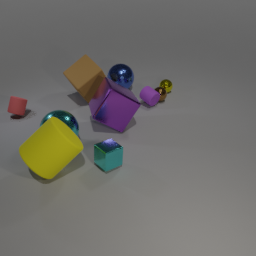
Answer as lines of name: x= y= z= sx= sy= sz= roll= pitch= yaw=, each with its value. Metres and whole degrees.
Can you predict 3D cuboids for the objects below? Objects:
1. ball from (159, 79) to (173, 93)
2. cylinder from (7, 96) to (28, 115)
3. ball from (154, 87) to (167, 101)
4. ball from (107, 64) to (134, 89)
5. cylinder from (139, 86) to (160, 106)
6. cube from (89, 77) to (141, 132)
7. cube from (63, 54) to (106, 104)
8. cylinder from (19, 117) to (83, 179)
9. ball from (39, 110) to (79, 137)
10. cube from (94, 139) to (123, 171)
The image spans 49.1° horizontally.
ball: x=1.956 y=-2.165 z=14.455 sx=0.700 sy=0.700 sz=0.700 roll=0 pitch=31 yaw=0
cylinder: x=-4.786 y=-0.967 z=12.129 sx=0.700 sy=0.700 sz=0.700 roll=14 pitch=4 yaw=-1
ball: x=1.533 y=-1.638 z=13.534 sx=0.700 sy=0.700 sz=0.700 roll=0 pitch=31 yaw=0
ball: x=-0.380 y=-2.630 z=14.539 sx=1.400 sy=1.400 sz=1.400 roll=0 pitch=31 yaw=0
cylinder: x=1.014 y=-1.495 z=13.054 sx=0.700 sy=0.700 sz=0.700 roll=-25 pitch=53 yaw=-35
cube: x=-0.574 y=-0.941 z=11.200 sx=1.400 sy=1.400 sz=1.400 roll=26 pitch=19 yaw=-26
cube: x=-1.891 y=-2.269 z=13.157 sx=1.400 sy=1.400 sz=1.400 roll=-41 pitch=60 yaw=-5
cylinder: x=-2.358 y=0.610 z=8.687 sx=1.400 sy=1.400 sz=1.400 roll=-43 pitch=39 yaw=2
ball: x=-2.481 y=0.042 z=10.158 sx=1.400 sy=1.400 sz=1.400 roll=0 pitch=31 yaw=0
cube: x=-0.644 y=0.877 z=9.207 sx=0.700 sy=0.700 sz=0.700 roll=-18 pitch=34 yaw=-36
